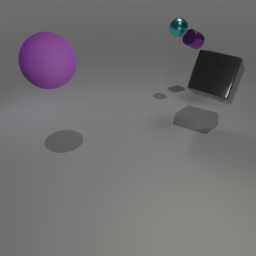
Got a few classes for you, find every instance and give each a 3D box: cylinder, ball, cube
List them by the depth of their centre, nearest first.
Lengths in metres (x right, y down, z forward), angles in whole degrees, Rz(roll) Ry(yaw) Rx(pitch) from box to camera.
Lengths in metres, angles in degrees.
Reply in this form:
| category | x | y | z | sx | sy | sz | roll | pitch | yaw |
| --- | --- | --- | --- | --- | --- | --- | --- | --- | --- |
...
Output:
| category | x | y | z | sx | sy | sz | roll | pitch | yaw |
| --- | --- | --- | --- | --- | --- | --- | --- | --- | --- |
| ball | -1.994 | -1.673 | 7.007 | 1.400 | 1.400 | 1.400 | 0 | 29 | 0 |
| cube | 3.065 | -1.742 | 9.707 | 1.400 | 1.400 | 1.400 | 22 | 8 | 25 |
| ball | 1.907 | -3.762 | 10.517 | 0.700 | 0.700 | 0.700 | 0 | 29 | 0 |
| cylinder | 2.813 | -3.803 | 12.019 | 0.700 | 0.700 | 0.700 | 3 | 19 | -47 |
